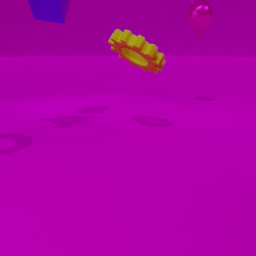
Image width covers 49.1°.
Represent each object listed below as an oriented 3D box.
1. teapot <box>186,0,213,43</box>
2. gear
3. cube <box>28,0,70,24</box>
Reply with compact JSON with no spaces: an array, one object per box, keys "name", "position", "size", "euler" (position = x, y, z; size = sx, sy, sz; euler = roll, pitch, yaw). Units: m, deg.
[{"name":"teapot","position":[2.497,-3.927,9.985],"size":[0.805,1.644,1.022],"euler":[-21,23,-15]},{"name":"gear","position":[0.223,-1.906,7.074],"size":[1.486,0.275,1.486],"euler":[29,-4,2]},{"name":"cube","position":[-2.154,-3.559,7.712],"size":[0.872,0.872,0.872],"euler":[8,-21,-1]}]
